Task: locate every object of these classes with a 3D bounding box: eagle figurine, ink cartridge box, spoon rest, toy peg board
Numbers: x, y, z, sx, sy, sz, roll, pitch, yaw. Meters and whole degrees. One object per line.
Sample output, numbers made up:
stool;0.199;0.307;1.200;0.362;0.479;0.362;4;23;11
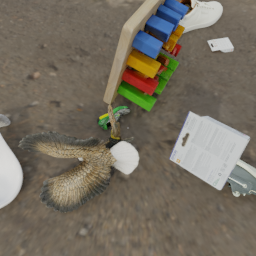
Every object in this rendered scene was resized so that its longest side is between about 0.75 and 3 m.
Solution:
eagle figurine;-1.074;0.764;6.640;2.361;1.782;1.791;-22;65;-30
ink cartridge box;1.549;0.415;5.497;1.205;1.183;0.261;32;30;26
ink cartridge box;3.429;-3.051;10.425;0.803;0.201;0.651;-10;53;1
spoon rest;-3.389;0.716;7.015;1.428;0.871;2.875;-12;52;-9
toy peg board;0.821;-2.218;8.192;1.446;2.944;2.957;30;56;3

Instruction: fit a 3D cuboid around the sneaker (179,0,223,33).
sneaker;2.741;-4.644;11.004;2.886;1.222;1.051;-30;56;-23

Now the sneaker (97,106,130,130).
sneaker;-0.364;-0.277;8.142;1.031;0.402;0.439;-31;65;-12

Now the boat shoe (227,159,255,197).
boat shoe;2.715;1.225;6.839;2.530;0.921;0.782;36;103;17
